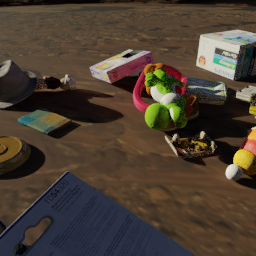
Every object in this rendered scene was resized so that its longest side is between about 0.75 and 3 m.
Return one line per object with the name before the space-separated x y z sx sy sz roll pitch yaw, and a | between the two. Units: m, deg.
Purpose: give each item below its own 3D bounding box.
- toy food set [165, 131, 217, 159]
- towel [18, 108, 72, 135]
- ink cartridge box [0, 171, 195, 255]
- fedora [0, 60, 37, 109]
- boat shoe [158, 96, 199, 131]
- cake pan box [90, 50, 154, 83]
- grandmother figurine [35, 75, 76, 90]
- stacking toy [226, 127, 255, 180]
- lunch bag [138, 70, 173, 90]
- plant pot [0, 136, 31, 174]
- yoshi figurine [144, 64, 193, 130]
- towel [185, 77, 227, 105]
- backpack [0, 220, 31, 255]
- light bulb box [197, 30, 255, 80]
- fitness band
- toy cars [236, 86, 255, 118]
toy food set | 1.897 0.439 8.533 1.318 0.398 0.946 -7 30 -13
towel | -2.960 -0.236 9.974 1.617 0.175 1.186 20 36 29
ink cartridge box | -0.622 2.312 4.196 2.810 0.608 2.759 31 38 10
fedora | -5.008 -1.992 11.527 2.223 1.135 2.513 -27 39 -8
boat shoe | 1.696 -0.554 9.891 2.297 0.776 0.827 -25 38 -37
cake pan box | -0.305 -3.030 13.471 2.521 0.660 2.322 -27 29 -16
grandmother figurine | -3.647 -1.980 12.485 2.639 0.799 1.600 -1 35 -8
stacking toy | 3.259 0.865 7.449 1.676 1.224 1.224 -35 41 -17
lunch bag | 1.299 -2.181 12.702 1.460 0.930 1.241 22 35 16
plant pot | -3.867 0.723 8.186 1.918 0.264 1.918 0 29 0
yoshi figurine | 0.943 -0.885 8.751 1.468 1.463 2.613 21 32 -28
towel | 3.194 -1.622 12.058 2.071 0.499 1.772 9 30 15
backpack | -2.540 2.392 4.198 1.749 1.289 1.916 21 35 32
light bulb box | 5.714 -3.994 14.925 2.831 1.766 2.806 -16 33 -26
fitness band | 1.311 -1.571 11.251 1.954 0.509 2.720 15 54 13
toy cars | 4.911 -0.918 10.735 1.314 0.649 2.932 3 26 2
